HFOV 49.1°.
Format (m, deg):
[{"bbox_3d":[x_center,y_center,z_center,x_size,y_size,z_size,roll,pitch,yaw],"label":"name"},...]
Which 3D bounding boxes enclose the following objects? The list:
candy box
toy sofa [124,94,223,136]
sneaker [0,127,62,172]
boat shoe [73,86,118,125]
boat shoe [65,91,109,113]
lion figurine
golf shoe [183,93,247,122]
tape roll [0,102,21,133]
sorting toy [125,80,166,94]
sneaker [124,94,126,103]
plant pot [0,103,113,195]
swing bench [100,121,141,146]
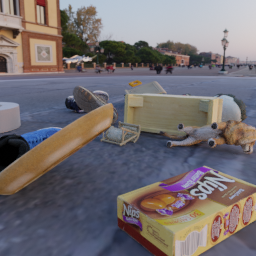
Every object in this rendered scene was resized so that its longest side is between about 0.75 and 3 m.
[{"bbox_3d":[0.875,1.073,3.795,1.793,0.506,1.046,-11,18,-35],"label":"candy box"},{"bbox_3d":[1.389,-0.413,8.682,2.868,1.188,1.400,7,10,28],"label":"toy sofa"},{"bbox_3d":[-1.944,0.441,5.539,2.008,0.771,1.117,-13,4,-32],"label":"sneaker"},{"bbox_3d":[-1.166,-0.828,10.179,1.940,0.723,0.711,41,21,5],"label":"boat shoe"},{"bbox_3d":[-1.634,-1.142,12.914,2.308,0.862,1.070,-18,30,-36],"label":"boat shoe"},{"bbox_3d":[2.052,0.163,7.142,1.358,0.804,2.217,-3,8,-45],"label":"lion figurine"},{"bbox_3d":[2.636,-0.494,9.814,1.316,1.154,2.989,-28,21,-30],"label":"golf shoe"},{"bbox_3d":[-4.828,-0.357,9.363,2.282,0.754,2.282,-1,13,0],"label":"tape roll"},{"bbox_3d":[0.787,-1.597,12.954,1.673,0.405,2.971,-16,29,-4],"label":"sorting toy"},{"bbox_3d":[0.564,-1.500,14.432,1.094,0.717,1.895,-2,12,-20],"label":"sneaker"},{"bbox_3d":[-1.166,0.400,4.694,2.399,0.330,2.399,-34,0,0],"label":"plant pot"},{"bbox_3d":[-0.212,0.137,7.830,0.810,0.528,0.814,11,12,41],"label":"swing bench"}]
